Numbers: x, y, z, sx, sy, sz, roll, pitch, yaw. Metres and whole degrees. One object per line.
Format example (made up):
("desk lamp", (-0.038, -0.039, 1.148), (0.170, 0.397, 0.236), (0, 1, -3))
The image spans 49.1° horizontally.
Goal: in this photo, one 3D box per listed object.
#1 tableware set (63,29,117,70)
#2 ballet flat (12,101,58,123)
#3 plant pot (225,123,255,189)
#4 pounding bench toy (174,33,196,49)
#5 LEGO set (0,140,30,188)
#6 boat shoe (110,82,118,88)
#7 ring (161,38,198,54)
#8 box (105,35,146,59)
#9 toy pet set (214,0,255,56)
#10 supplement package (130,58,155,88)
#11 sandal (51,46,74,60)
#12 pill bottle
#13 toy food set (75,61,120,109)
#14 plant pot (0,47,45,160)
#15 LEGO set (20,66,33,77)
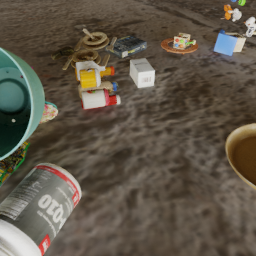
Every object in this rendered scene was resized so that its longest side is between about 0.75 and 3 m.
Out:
("tableware set", (-1.514, -3.217, 11.147), (1.696, 0.514, 2.565), (2, 45, 12))
("ballet flat", (-3.324, -0.379, 7.671), (2.758, 1.043, 0.882), (9, 66, 5))
("plant pot", (3.605, 0.793, 6.628), (2.581, 0.355, 2.581), (-1, 38, 0))
("pounding bench toy", (2.454, -3.719, 12.112), (0.800, 0.497, 0.624), (20, 43, 25))
("LEGO set", (-2.863, 0.669, 6.254), (0.743, 0.987, 1.283), (32, 54, -4))
("boat shoe", (-0.708, -1.399, 9.407), (0.790, 0.287, 0.244), (-9, 35, -19))
("ring", (2.242, -3.582, 12.238), (1.608, 0.154, 1.608), (1, 39, -1))
("box", (-0.099, -3.482, 11.931), (1.434, 0.366, 1.131), (-30, 48, -31))
("toy pet set", (4.225, -4.205, 11.545), (1.141, 2.006, 2.149), (-5, 38, -20))
("supplement package", (0.483, -1.945, 9.831), (0.600, 0.603, 1.027), (-10, 40, -13))
("sandal", (-2.692, -3.050, 11.466), (1.015, 0.415, 0.277), (-31, 26, -23))
("pill bottle", (-1.770, 1.651, 4.939), (1.117, 1.117, 1.961), (14, 41, 17))
("toy food set", (-0.802, -1.295, 8.271), (1.270, 1.347, 2.823), (-9, 11, -11))
("plant pot", (-2.679, -0.559, 5.567), (2.205, 2.205, 1.770), (1, 10, 1))
("LEGO set", (-3.428, -1.246, 9.000), (0.661, 0.615, 1.612), (-6, 45, -3))
